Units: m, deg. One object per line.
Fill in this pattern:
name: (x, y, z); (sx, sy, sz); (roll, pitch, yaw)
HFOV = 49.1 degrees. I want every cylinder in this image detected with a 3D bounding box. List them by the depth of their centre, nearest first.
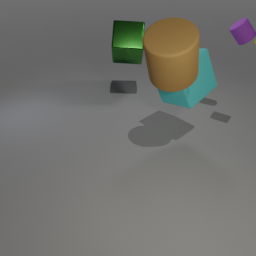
cylinder: (1.170, -1.920, 7.455); (1.400, 1.400, 1.400); (-6, 58, 9)
cylinder: (4.200, -3.528, 10.248); (0.700, 0.700, 0.700); (-37, 19, 15)

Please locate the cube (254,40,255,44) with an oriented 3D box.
cube: (4.402, -2.899, 8.488); (0.700, 0.700, 0.700); (30, 59, 22)

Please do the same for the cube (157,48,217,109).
cube: (1.848, -1.693, 9.328); (1.400, 1.400, 1.400); (-39, 32, -20)

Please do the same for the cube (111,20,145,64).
cube: (0.003, -3.906, 12.882); (1.400, 1.400, 1.400); (3, -15, 0)
